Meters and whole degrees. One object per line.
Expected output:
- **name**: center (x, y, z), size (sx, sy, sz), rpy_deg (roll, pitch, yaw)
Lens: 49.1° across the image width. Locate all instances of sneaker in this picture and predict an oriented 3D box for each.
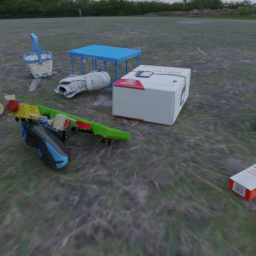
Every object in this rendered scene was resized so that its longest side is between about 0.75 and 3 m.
- **sneaker**: center (-1.811, -1.691, 11.038), size (2.147, 0.807, 1.234), rpy_deg (-2, 25, 24)
- **sneaker**: center (-1.960, 0.212, 7.193), size (1.000, 0.894, 2.441), rpy_deg (-17, 31, -31)

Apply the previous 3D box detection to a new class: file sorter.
- **file sorter**: center (-0.982, -2.565, 12.075), size (2.557, 1.569, 1.774), rpy_deg (17, 31, 29)

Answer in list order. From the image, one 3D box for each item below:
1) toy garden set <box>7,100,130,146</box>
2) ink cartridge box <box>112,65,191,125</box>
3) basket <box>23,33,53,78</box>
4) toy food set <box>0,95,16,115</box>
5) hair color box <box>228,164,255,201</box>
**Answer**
- **toy garden set**: center (-1.632, -0.064, 7.474), size (2.685, 0.536, 2.238), rpy_deg (18, 1, 27)
- **ink cartridge box**: center (0.933, -1.314, 9.935), size (2.077, 1.192, 2.859), rpy_deg (9, 28, 18)
- **basket**: center (-4.360, -3.494, 13.533), size (1.349, 1.939, 1.710), rpy_deg (-9, 27, -19)
- **toy food set**: center (-4.981, -0.555, 9.385), size (2.403, 0.482, 1.659), rpy_deg (-7, 34, -26)
- **hair color box**: center (2.661, 1.142, 5.978), size (0.942, 0.301, 0.522), rpy_deg (-18, 31, -29)
